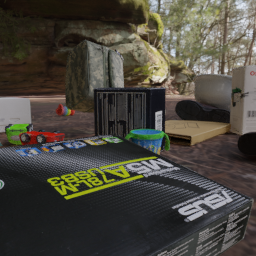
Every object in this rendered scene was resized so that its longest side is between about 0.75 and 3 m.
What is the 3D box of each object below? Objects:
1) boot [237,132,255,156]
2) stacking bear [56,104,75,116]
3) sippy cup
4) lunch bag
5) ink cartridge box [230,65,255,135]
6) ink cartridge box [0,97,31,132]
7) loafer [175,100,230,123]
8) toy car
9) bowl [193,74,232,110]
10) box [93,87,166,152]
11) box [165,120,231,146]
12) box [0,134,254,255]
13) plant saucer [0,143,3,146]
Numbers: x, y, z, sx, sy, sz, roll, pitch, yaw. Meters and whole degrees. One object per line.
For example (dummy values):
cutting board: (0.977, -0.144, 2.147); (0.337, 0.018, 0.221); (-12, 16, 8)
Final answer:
boot: (3.547, 0.408, 5.963); (1.978, 0.720, 2.101); (-4, -2, 35)
stacking bear: (-3.122, -0.851, 14.273); (0.904, 0.549, 0.514); (5, 42, -50)
sippy cup: (0.358, 0.374, 5.400); (0.853, 0.625, 0.670); (2, 10, 13)
lunch bag: (-0.849, -1.424, 8.303); (1.640, 1.955, 1.362); (10, -22, -40)
ink cartridge box: (4.124, -0.880, 8.802); (1.536, 2.103, 0.887); (-1, 8, -6)
ink cartridge box: (-4.112, -0.494, 9.670); (1.103, 1.098, 1.518); (-6, 10, -36)
loafer: (3.000, -0.492, 10.761); (0.803, 0.917, 2.550); (3, 12, -44)
toy car: (-2.659, 0.252, 6.636); (2.338, 0.521, 2.200); (-1, 8, -10)
bowl: (3.965, -1.061, 11.392); (3.013, 1.354, 3.013); (16, -1, 0)
box: (0.045, -0.208, 6.434); (1.454, 1.466, 0.903); (5, 11, 28)
box: (1.566, 0.053, 8.721); (2.309, 0.300, 2.825); (7, 11, 39)
box: (-0.348, 0.676, 2.717); (2.226, 0.529, 2.150); (-6, 18, -39)
plant saucer: (-3.638, 0.445, 6.766); (0.372, 0.101, 1.064); (7, 12, 43)
